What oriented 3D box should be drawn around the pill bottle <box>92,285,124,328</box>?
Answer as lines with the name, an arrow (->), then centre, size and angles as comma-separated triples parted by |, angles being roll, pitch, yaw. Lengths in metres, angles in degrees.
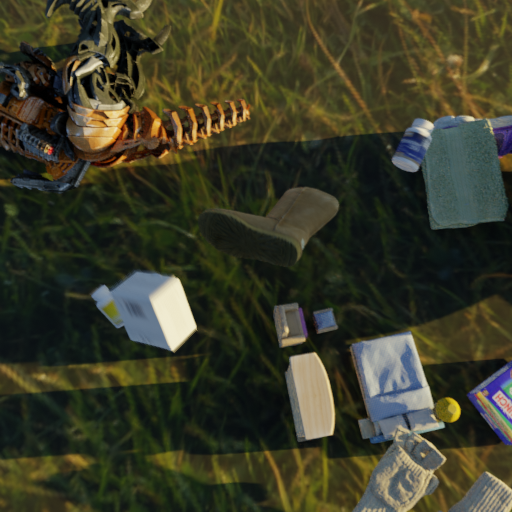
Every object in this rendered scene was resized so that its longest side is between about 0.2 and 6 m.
pill bottle -> -2.473, 0.860, 9.609 | 0.394, 0.394, 0.709 | -43, 104, -14

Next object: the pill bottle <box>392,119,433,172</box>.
pill bottle -> 2.422, -1.701, 8.587 | 0.411, 0.411, 0.741 | 25, 87, 9

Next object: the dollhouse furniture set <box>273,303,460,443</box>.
dollhouse furniture set -> 1.790, 1.696, 8.964 | 2.613, 1.705, 2.467 | -10, 71, -4

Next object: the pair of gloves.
pair of gloves -> 2.704, 3.896, 8.663 | 2.152, 0.377, 1.830 | 28, 91, 2

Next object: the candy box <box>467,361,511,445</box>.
candy box -> 4.355, 2.401, 9.373 | 1.184, 0.456, 1.001 | -33, 75, -10

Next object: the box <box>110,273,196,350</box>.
box -> -1.512, 0.801, 8.274 | 0.912, 0.917, 0.599 | 6, 35, 37

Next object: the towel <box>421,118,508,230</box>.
towel -> 3.825, -1.502, 10.409 | 1.441, 0.354, 1.942 | -9, 87, 14

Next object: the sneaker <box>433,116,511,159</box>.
sneaker -> 4.571, -2.135, 10.896 | 2.357, 0.950, 0.983 | 2, 86, 10

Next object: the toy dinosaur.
toy dinosaur -> -3.023, -2.929, 10.620 | 5.424, 2.770, 3.681 | 7, 85, -17

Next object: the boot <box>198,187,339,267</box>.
boot -> 0.268, -0.665, 9.760 | 1.890, 0.714, 2.158 | 22, 34, 12
